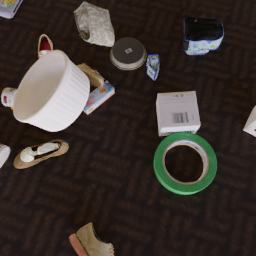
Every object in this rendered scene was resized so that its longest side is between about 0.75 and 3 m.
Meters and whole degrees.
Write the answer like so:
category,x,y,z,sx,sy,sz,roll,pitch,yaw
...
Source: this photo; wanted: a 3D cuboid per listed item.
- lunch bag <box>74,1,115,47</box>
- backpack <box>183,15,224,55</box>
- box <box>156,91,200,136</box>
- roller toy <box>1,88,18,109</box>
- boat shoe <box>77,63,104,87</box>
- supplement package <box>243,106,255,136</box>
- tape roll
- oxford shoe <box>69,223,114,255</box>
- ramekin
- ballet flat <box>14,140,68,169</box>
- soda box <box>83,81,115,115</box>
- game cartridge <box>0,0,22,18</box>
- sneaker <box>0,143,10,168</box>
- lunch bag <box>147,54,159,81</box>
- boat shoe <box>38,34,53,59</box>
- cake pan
category,x,y,z,sx,sy,sz,roll,pitch,yaw
lunch bag,-0.933,-2.855,8.000,0.919,0.659,1.120,-3,74,-46
backpack,3.041,-3.777,11.490,1.567,1.152,1.434,1,65,8
box,1.824,-0.528,10.454,1.418,0.932,1.426,-4,70,-1
roller toy,-4.480,-1.167,10.802,0.543,0.709,0.777,9,70,3
boat shoe,-1.475,-2.148,11.008,0.538,0.629,1.717,-40,54,-21
supplement package,5.343,-0.235,10.036,1.575,1.506,1.158,29,73,10
tape roll,2.021,1.244,10.029,2.184,0.525,2.184,0,70,1
oxford shoe,-0.739,4.167,8.773,0.958,0.919,2.596,-39,75,-15
ramekin,-2.227,-1.020,8.325,2.319,1.130,2.319,-22,52,31
ballet flat,-3.182,0.868,10.044,2.076,0.751,0.704,-16,71,-5
soda box,-1.206,-1.187,10.923,1.443,0.493,0.459,-41,75,-13
game cartridge,-5.423,-5.672,12.685,0.969,0.294,1.454,15,71,9
sneaker,-5.296,1.589,9.645,1.057,1.044,2.663,25,61,4
lunch bag,1.025,-2.423,11.266,0.524,0.699,0.822,-9,70,-3
boat shoe,-3.394,-2.995,11.498,0.689,0.647,1.870,-12,70,-4
cake pan,0.004,-3.171,11.760,1.546,0.284,1.546,0,70,0
